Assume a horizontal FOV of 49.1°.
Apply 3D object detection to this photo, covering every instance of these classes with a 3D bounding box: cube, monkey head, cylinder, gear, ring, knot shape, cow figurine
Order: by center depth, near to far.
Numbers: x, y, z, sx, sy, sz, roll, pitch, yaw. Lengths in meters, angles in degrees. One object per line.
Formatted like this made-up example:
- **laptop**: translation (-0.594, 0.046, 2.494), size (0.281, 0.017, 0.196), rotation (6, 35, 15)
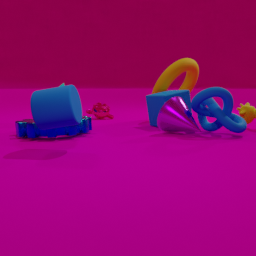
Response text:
- **cylinder**: translation (-1.259, -0.366, 5.013), size (0.712, 0.712, 0.712), rotation (-9, 8, 5)
- **knot shape**: translation (2.090, -0.451, 6.750), size (1.468, 0.679, 1.374), rotation (26, -17, 48)
- **gear**: translation (-1.812, -0.060, 6.935), size (1.793, 0.332, 1.793), rotation (-2, 7, 0)
- **cow figurine**: translation (3.605, -0.449, 7.537), size (1.103, 1.121, 0.615), rotation (39, 53, 12)
- **cube**: translation (1.181, -0.566, 8.066), size (0.916, 0.916, 0.916), rotation (-16, 13, -28)
- **ring**: translation (1.577, -1.382, 9.313), size (2.036, 2.036, 0.407), rotation (-10, 45, -48)
- **monkey head**: translation (-0.992, -0.532, 10.068), size (1.010, 0.726, 0.608), rotation (12, 44, -4)

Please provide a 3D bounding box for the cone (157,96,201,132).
- **cone**: translation (1.380, -0.132, 6.738), size (0.966, 0.966, 0.969), rotation (-7, 31, -39)

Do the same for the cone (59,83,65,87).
- **cone**: translation (-2.245, -0.976, 9.003), size (1.136, 1.141, 1.136), rotation (12, -24, 6)
